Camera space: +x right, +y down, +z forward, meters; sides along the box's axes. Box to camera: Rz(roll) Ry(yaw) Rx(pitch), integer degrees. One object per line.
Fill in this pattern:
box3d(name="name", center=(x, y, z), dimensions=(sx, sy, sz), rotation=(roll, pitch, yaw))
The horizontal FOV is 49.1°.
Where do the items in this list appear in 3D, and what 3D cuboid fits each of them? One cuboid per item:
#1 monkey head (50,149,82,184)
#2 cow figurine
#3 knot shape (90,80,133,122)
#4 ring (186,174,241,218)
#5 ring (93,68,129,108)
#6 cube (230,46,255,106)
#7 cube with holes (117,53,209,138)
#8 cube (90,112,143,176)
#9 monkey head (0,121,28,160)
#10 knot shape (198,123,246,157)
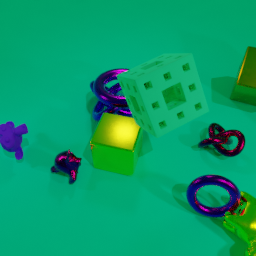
box3d(name="monkey head", center=(-1.571, 0.991, 7.154), dimensions=(0.661, 1.097, 0.789), rotation=(23, 46, -28))
box3d(name="cow figurine", center=(2.780, 2.230, 6.073), dimensions=(1.387, 0.774, 1.410), rotation=(29, 62, 30))
box3d(name="knot shape", center=(-0.322, -0.911, 8.833), dimensions=(1.688, 0.834, 1.804), rotation=(-4, 46, -9))
box3d(name="ring", center=(1.920, 1.551, 6.334), dimensions=(1.190, 1.190, 0.238), rotation=(12, 31, 10))
box3d(name="ring", center=(-0.158, -1.214, 8.303), dimensions=(1.757, 0.351, 1.757), rotation=(1, 44, -1))
box3d(name="cube", center=(4.128, -1.539, 8.792), dimensions=(1.326, 1.326, 1.326), rotation=(18, 79, 16))
box3d(name="cube with holes", center=(0.669, -0.717, 5.689), dimensions=(1.189, 1.189, 1.189), rotation=(-27, 20, -10))
box3d(name="cube", center=(-0.262, 0.431, 7.458), dimensions=(1.118, 1.118, 1.118), rotation=(11, 49, 10))
box3d(name="monkey head", center=(-2.963, 0.215, 7.351), dimensions=(0.838, 0.702, 1.165), rotation=(-22, 74, -6))
box3d(name="knot shape", center=(2.657, 0.347, 7.769), dimensions=(1.158, 0.572, 1.238), rotation=(21, 40, 40))
